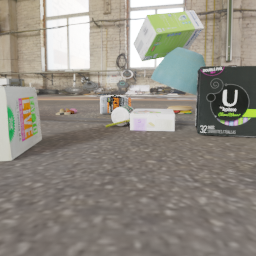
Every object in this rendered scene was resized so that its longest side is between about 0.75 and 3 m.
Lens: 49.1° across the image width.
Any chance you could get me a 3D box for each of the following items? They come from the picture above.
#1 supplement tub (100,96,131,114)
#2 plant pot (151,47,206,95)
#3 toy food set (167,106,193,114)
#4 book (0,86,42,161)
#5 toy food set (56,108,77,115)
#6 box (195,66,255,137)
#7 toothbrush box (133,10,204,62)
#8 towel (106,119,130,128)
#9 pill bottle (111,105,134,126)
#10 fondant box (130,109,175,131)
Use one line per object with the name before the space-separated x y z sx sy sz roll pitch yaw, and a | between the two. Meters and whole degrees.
supplement tub | -0.695 -1.276 15.570 1.686 1.033 1.033 -1 9 -4
plant pot | 2.421 -2.565 12.280 2.449 1.650 2.449 17 15 -5
toy food set | 3.020 -1.072 16.428 1.538 0.374 1.522 1 8 5
book | -2.693 -0.239 6.808 0.556 1.546 2.314 -1 9 -3
toy food set | -3.453 -0.958 16.032 1.057 0.262 1.662 0 8 -2
box | 3.723 -0.882 9.043 2.909 2.160 1.808 2 9 11
toothbrush box | 1.771 -4.123 12.584 2.555 1.100 1.860 -15 -18 -24
towel | -0.337 -0.191 10.644 0.998 0.090 0.429 -14 4 12
pill bottle | -0.154 -0.540 11.533 0.754 0.754 1.332 2 9 13
fondant box | 0.953 -0.347 10.671 1.570 0.634 2.177 1 8 7
